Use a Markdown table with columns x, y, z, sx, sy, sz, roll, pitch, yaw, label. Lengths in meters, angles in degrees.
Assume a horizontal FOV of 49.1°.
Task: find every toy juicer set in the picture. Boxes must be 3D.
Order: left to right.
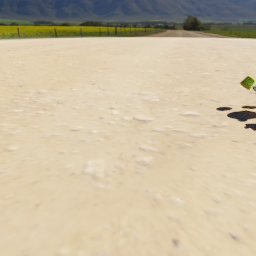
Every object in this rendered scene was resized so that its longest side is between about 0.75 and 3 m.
| x | y | z | sx | sy | sz | roll | pitch | yaw | label |
| --- | --- | --- | --- | --- | --- | --- | --- | --- | --- |
| 4.052 | -0.891 | 8.089 | 1.129 | 0.483 | 1.775 | 35 | 10 | -21 | toy juicer set |
